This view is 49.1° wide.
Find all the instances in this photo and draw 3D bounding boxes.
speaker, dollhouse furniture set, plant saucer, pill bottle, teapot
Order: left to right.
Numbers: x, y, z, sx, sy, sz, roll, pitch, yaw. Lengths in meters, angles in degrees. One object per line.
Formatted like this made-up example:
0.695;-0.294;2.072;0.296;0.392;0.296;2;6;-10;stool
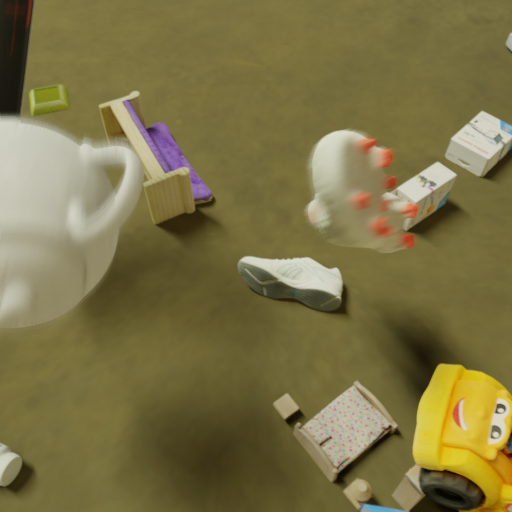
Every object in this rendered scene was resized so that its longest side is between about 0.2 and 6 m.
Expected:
-3.245;-2.456;6.527;1.127;2.776;1.127;16;27;-8;speaker
-3.296;2.472;6.827;0.776;0.439;0.439;18;55;14;pill bottle
-2.008;-0.087;4.776;1.925;1.950;1.425;-5;44;-21;teapot
-4.191;-3.184;11.288;0.759;0.182;0.758;-14;54;-10;plant saucer
1.478;1.966;6.883;1.690;0.968;1.982;-31;59;-22;dollhouse furniture set

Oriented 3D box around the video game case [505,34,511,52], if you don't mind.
6.423;-4.418;12.127;1.464;0.333;1.327;-13;54;-9;video game case

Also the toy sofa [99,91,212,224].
-1.741;-1.790;9.727;1.161;0.985;2.379;-23;56;-16;toy sofa

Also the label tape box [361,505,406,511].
1.242;2.241;4.178;0.988;1.370;0.434;10;36;0;label tape box

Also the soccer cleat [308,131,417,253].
0.956;-0.512;5.889;1.082;2.789;0.966;4;82;25;soccer cleat

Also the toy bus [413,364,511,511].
2.910;2.128;5.639;2.033;2.118;1.437;-14;36;48;toy bus

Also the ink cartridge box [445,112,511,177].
4.130;-2.052;10.251;0.803;0.471;1.096;37;60;25;ink cartridge box

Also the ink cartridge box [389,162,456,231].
2.641;-0.917;9.221;1.259;0.725;0.427;-32;59;-22;ink cartridge box

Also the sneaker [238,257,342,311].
0.524;0.314;8.453;1.625;0.572;0.651;17;48;4;sneaker
